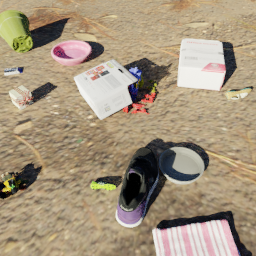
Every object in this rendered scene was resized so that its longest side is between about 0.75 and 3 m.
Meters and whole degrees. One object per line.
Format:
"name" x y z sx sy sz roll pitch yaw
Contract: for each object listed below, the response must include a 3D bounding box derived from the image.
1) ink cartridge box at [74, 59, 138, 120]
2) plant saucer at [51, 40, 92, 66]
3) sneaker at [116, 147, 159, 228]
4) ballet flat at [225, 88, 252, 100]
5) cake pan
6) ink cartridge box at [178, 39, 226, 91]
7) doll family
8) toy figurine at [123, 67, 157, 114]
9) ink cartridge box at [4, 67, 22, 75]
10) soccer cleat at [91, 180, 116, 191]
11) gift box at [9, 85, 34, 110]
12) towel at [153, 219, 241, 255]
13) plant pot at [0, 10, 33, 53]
"ink cartridge box" -0.883 -1.744 12.028 2.051 0.979 2.336 -29 46 -11
"plant saucer" -3.002 -3.978 15.012 2.127 0.539 2.127 1 44 -1
"sneaker" 0.400 1.522 8.808 1.106 1.278 2.919 9 45 9
"ballet flat" 5.015 -1.497 12.642 1.257 0.431 0.396 -10 73 -6
"cake pan" 1.838 1.323 9.730 1.557 0.286 1.557 0 44 0
"ink cartridge box" 3.543 -3.177 13.716 2.050 1.193 2.815 7 46 8
"doll family" -3.960 1.940 8.947 1.482 0.581 0.856 -30 56 -21
"toy figurine" 0.516 -2.043 12.242 1.425 1.618 2.702 10 46 11
"ink cartridge box" -5.796 -2.891 14.164 0.859 0.168 0.427 -11 45 -12
"soccer cleat" -0.803 1.862 9.205 0.834 0.282 0.338 2 31 2
"gift box" -4.617 -1.328 12.095 0.782 0.837 0.773 34 59 29
"towel" 1.891 3.360 7.602 2.256 0.337 1.651 -6 44 -6
"plant pot" -6.140 -5.178 15.561 1.920 1.920 1.823 -22 62 -21
